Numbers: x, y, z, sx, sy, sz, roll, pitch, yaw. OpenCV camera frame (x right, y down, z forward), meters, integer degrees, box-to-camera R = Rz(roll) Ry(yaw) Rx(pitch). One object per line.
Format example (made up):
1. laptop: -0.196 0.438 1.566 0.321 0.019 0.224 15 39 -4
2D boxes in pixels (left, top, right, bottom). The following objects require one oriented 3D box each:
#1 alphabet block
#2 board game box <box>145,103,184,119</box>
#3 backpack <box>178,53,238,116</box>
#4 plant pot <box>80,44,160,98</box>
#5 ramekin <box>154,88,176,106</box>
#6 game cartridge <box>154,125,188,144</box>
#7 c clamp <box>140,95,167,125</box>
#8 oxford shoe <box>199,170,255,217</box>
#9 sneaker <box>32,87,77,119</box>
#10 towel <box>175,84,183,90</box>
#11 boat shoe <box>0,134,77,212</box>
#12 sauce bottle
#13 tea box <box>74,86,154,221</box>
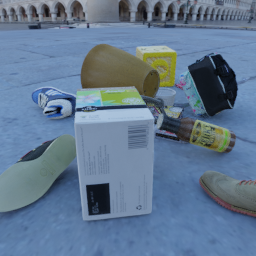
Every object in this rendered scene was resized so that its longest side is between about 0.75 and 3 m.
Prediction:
1. alphabet block: 1.570 -3.615 16.358 2.004 2.014 2.052 -6 26 -8
2. board game box: 1.256 -0.621 11.910 1.963 0.340 1.330 10 27 19
3. backpack: 3.602 -1.890 12.066 2.102 2.479 2.792 -20 9 38
4. plant pot: -0.159 -2.207 12.540 2.919 2.720 2.720 20 32 34
5. ramekin: 1.558 -1.379 13.122 1.320 0.693 1.320 1 25 0
6. game cartridge: 1.623 0.157 10.355 1.468 0.300 0.977 12 24 24
7. c clamp: 0.951 -0.510 9.390 1.976 2.313 0.313 8 70 29
8. oxford shoe: 2.989 1.485 6.570 2.780 1.040 0.979 21 33 38
9. sneaker: -3.442 -1.078 12.112 2.435 0.981 1.783 11 23 12
10. towel: 3.270 -2.349 15.871 0.826 0.128 1.142 -8 26 -18
11. boat shoe: -2.499 1.187 7.482 0.898 1.049 2.867 -23 15 43
12. sauce bottle: 2.140 0.149 8.858 2.522 0.816 0.816 15 23 -12
13. tea box: -0.418 0.477 7.004 1.662 2.488 2.448 -4 25 -9
